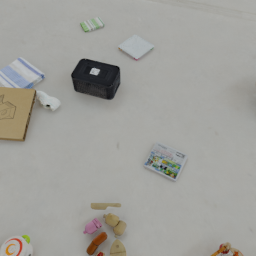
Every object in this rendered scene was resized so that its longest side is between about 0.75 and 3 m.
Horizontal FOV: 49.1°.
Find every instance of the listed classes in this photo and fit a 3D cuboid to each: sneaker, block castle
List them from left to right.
[{"bbox_3d":[-3.394,-1.119,11.417,1.286,0.452,0.515,23,63,14],"label":"sneaker"},{"bbox_3d":[2.883,4.082,7.775,1.038,0.729,1.553,-30,59,-14],"label":"block castle"}]

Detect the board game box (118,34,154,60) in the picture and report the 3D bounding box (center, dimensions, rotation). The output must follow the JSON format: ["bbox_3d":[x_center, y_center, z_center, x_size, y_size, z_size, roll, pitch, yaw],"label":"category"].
[{"bbox_3d":[0.391,-3.875,13.432,1.269,0.164,1.269,38,64,22],"label":"board game box"}]

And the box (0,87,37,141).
[{"bbox_3d":[-5.122,-0.610,10.933,2.682,0.285,2.193,4,68,2],"label":"box"}]

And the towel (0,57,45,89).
[{"bbox_3d":[-5.101,-2.027,12.114,1.856,0.301,2.527,37,64,23],"label":"towel"}]

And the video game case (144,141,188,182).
[{"bbox_3d":[1.360,1.181,10.057,1.254,0.138,1.143,24,60,15],"label":"video game case"}]

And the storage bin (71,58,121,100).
[{"bbox_3d":[-1.321,-2.073,11.811,1.837,0.861,1.242,16,58,9],"label":"storage bin"}]

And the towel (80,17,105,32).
[{"bbox_3d":[-1.830,-5.322,14.437,1.099,0.169,0.820,-23,57,-12],"label":"towel"}]

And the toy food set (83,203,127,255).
[{"bbox_3d":[-0.707,3.383,8.499,1.346,0.334,2.118,1,64,1],"label":"toy food set"}]

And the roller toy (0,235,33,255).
[{"bbox_3d":[-3.236,3.623,8.121,0.900,0.629,0.821,-14,49,0],"label":"roller toy"}]
